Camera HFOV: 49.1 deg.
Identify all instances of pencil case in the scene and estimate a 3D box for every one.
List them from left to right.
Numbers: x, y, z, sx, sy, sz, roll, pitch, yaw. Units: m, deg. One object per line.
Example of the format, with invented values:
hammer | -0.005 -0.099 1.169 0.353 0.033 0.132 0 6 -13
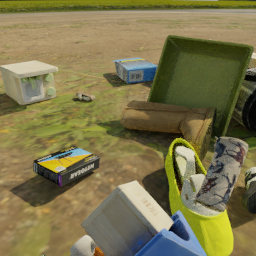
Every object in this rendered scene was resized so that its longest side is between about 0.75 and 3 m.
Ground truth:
pencil case | 1.490 0.753 4.551 0.477 1.226 0.548 32 -11 -37

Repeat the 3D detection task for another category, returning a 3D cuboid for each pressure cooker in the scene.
pressure cooker | 3.870 -0.928 8.728 1.747 1.774 1.986 38 14 -26

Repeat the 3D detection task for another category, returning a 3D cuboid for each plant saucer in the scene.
plant saucer | 2.129 -1.268 8.726 2.823 2.827 0.677 22 9 35

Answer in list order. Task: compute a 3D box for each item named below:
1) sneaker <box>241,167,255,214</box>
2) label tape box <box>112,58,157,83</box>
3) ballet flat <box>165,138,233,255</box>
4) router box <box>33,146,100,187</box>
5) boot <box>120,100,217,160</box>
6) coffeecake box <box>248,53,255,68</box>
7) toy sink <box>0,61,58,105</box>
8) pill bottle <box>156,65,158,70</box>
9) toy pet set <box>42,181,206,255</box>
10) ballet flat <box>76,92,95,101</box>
sneaker | 2.711 1.217 5.878 1.738 0.644 0.769 -15 23 -38
label tape box | 0.292 -2.815 13.471 1.532 0.707 2.138 -10 26 -19
ballet flat | 1.269 1.139 5.562 0.960 0.963 2.872 -2 28 -4
router box | -1.388 0.835 6.458 0.921 0.315 1.235 18 23 31
boot | 1.023 -0.033 8.070 2.679 0.886 2.346 8 28 22
coffeecake box | 4.931 -1.945 10.793 0.759 1.595 2.078 -13 30 -23
toy sink | -3.715 -1.728 10.746 1.489 1.280 2.284 -21 29 -34
pill bottle | 2.179 -2.378 12.275 1.013 1.013 1.805 -21 34 -35
toy pet set | -0.188 1.683 3.315 1.148 2.018 2.162 46 9 16
ballet flat | -1.700 -1.201 10.813 0.856 0.291 0.288 9 37 19
